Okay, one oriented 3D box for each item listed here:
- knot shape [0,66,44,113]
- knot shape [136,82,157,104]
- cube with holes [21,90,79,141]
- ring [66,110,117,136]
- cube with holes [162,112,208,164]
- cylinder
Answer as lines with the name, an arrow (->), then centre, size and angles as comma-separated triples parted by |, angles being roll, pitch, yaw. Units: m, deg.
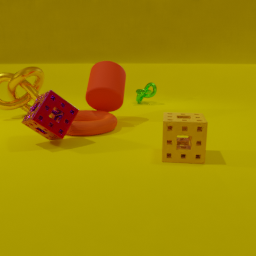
knot shape -> -3.588, -1.351, 9.607 | 1.958, 1.833, 0.905 | 28, 23, -32
knot shape -> 0.725, -1.558, 12.792 | 1.079, 0.533, 1.153 | -45, 20, -27
cube with holes -> -1.888, -0.280, 6.800 | 0.836, 0.836, 0.836 | 38, -25, -28
ring -> -1.277, -0.188, 8.366 | 1.927, 0.385, 1.927 | 0, 15, 0
cube with holes -> 1.173, 0.184, 5.965 | 0.861, 0.861, 0.861 | 2, 15, 8
cylinder -> -0.702, -1.336, 9.093 | 1.205, 1.205, 1.205 | 1, 55, 5
